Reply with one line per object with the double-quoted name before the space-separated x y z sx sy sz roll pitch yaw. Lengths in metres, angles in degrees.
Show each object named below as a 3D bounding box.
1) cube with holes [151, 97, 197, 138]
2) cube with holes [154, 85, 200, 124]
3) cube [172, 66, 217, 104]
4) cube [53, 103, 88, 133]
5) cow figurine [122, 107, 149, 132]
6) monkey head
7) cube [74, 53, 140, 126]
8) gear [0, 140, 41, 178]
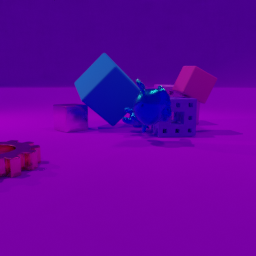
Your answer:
"cube with holes" 1.200 -0.321 7.533 0.973 0.973 0.973 -1 9 -6
"cube with holes" 1.650 -0.838 9.705 1.233 1.233 1.233 -1 12 -12
"cube" 1.820 -1.202 7.736 0.759 0.759 0.759 24 5 -18
"cube" -1.681 -0.314 8.229 0.747 0.747 0.747 -8 12 -42
"cow figurine" 0.342 -0.245 7.530 0.983 0.549 0.999 18 -11 -27
"monkey head" 0.529 -0.578 6.418 0.847 1.406 1.011 -6 37 3
"cube" -0.594 -1.184 8.587 1.378 1.378 1.378 41 10 -34
"gear" -2.270 0.498 4.593 1.575 0.291 1.575 0 9 0
